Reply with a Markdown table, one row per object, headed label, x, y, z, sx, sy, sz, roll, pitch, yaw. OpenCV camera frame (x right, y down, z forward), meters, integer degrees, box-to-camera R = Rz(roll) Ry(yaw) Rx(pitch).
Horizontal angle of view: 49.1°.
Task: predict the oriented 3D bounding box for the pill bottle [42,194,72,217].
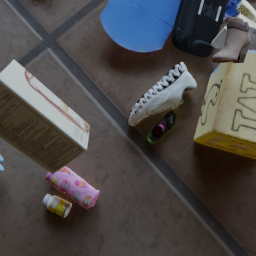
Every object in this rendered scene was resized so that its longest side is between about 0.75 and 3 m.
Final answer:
| label | x | y | z | sx | sy | sz | roll | pitch | yaw |
| --- | --- | --- | --- | --- | --- | --- | --- | --- | --- |
| pill bottle | -2.040 | 2.201 | 8.026 | 0.770 | 0.429 | 0.429 | 27 | 83 | 4 |

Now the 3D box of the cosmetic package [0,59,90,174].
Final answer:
| label | x | y | z | sx | sy | sz | roll | pitch | yaw |
| --- | --- | --- | --- | --- | --- | --- | --- | --- | --- |
| cosmetic package | -2.091 | -0.187 | 6.267 | 1.207 | 1.019 | 2.335 | -34 | 121 | 20 |

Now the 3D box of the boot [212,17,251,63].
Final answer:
| label | x | y | z | sx | sy | sz | roll | pitch | yaw |
| --- | --- | --- | --- | --- | --- | --- | --- | --- | --- |
| boot | 2.154 | -1.826 | 5.831 | 1.245 | 0.437 | 0.911 | -10 | 104 | -43 |

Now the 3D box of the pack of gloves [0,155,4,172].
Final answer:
| label | x | y | z | sx | sy | sz | roll | pitch | yaw |
| --- | --- | --- | --- | --- | --- | --- | --- | --- | --- |
| pack of gloves | -5.134 | 1.290 | 8.181 | 2.981 | 0.588 | 2.504 | 32 | 80 | 15 |

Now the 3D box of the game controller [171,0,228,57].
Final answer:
| label | x | y | z | sx | sy | sz | roll | pitch | yaw |
| --- | --- | --- | --- | --- | --- | --- | --- | --- | --- |
| game controller | 2.319 | -3.673 | 8.703 | 1.472 | 0.594 | 2.822 | 16 | 89 | -21 |

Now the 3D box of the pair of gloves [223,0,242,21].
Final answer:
| label | x | y | z | sx | sy | sz | roll | pitch | yaw |
| --- | --- | --- | --- | --- | --- | --- | --- | --- | --- |
| pair of gloves | 3.141 | -4.113 | 9.006 | 1.051 | 0.149 | 1.308 | -33 | 84 | 6 |

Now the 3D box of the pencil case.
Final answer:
| label | x | y | z | sx | sy | sz | roll | pitch | yaw |
| --- | --- | --- | --- | --- | --- | --- | --- | --- | --- |
| pencil case | -1.567 | 1.668 | 7.994 | 1.589 | 0.695 | 0.695 | 34 | 83 | 4 |

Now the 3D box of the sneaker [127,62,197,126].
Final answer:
| label | x | y | z | sx | sy | sz | roll | pitch | yaw |
| --- | --- | --- | --- | --- | --- | --- | --- | --- | --- |
| sneaker | 1.010 | -0.843 | 8.290 | 2.445 | 0.919 | 0.991 | -42 | 92 | -5 |

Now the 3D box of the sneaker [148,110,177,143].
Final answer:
| label | x | y | z | sx | sy | sz | roll | pitch | yaw |
| --- | --- | --- | --- | --- | --- | --- | --- | --- | --- |
| sneaker | 1.055 | -0.030 | 8.316 | 0.452 | 0.494 | 1.179 | 37 | 83 | 5 |

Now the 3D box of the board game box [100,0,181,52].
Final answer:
| label | x | y | z | sx | sy | sz | roll | pitch | yaw |
| --- | --- | --- | --- | --- | --- | --- | --- | --- | --- |
| board game box | 0.465 | -3.611 | 8.864 | 2.125 | 0.524 | 2.690 | 29 | 84 | -3 |

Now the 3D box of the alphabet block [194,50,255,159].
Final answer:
| label | x | y | z | sx | sy | sz | roll | pitch | yaw |
| --- | --- | --- | --- | --- | --- | --- | --- | --- | --- |
| alphabet block | 3.284 | -0.493 | 7.560 | 2.192 | 2.181 | 2.233 | 16 | 81 | 4 |

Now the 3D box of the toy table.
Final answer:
| label | x | y | z | sx | sy | sz | roll | pitch | yaw |
| --- | --- | --- | --- | --- | --- | --- | --- | --- | --- |
| toy table | 3.640 | -2.840 | 7.865 | 1.447 | 2.472 | 2.272 | 36 | 120 | -3 |
